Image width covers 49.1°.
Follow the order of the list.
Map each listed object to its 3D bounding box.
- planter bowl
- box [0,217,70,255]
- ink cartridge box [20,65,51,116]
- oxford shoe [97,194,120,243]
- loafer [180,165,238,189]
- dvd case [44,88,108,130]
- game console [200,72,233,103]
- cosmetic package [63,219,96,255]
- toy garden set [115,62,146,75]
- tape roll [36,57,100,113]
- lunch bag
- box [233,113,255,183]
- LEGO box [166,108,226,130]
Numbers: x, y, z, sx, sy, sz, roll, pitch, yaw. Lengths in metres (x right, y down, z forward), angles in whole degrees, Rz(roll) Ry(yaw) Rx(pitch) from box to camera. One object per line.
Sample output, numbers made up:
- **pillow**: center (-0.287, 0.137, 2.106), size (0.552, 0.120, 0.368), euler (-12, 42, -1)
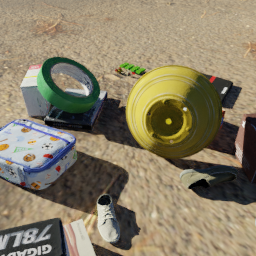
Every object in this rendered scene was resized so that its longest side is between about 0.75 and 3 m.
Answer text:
- **planter bowl**: center (1.228, -0.301, 8.117), size (2.956, 2.956, 1.231), euler (9, 16, 12)
- **box**: center (-2.207, 2.760, 4.268), size (2.858, 2.836, 0.710), euler (-9, 36, -13)
- **ink cartridge box**: center (-3.591, -1.535, 11.256), size (0.786, 1.368, 1.884), euler (-4, 37, -2)
- **oxford shoe**: center (-0.524, 2.225, 7.041), size (0.518, 0.398, 1.377), euler (-5, 39, -12)
- **loafer**: center (2.317, 1.474, 7.932), size (1.631, 0.613, 0.568), euler (-9, 42, 5)
- **dvd case**: center (-1.989, -0.834, 11.220), size (1.857, 0.306, 2.471), euler (6, 37, 8)
- **game console**: center (3.497, -1.796, 12.559), size (1.971, 0.346, 2.229), euler (22, 42, 21)
- **cosmetic package**: center (-1.722, 2.853, 5.772), size (2.033, 0.887, 1.051), euler (-16, 40, -20)
- **toy garden set**: center (0.077, -2.859, 14.014), size (1.263, 0.252, 1.053), euler (25, 42, 29)
- **tape roll**: center (-2.204, -1.652, 10.590), size (2.366, 0.569, 2.366), euler (23, 42, -22)
- **lunch bag**: center (-3.048, 0.651, 8.661), size (2.713, 1.025, 2.174), euler (18, 39, 21)
- **box**: center (4.432, 0.557, 8.316), size (1.857, 1.525, 1.540), euler (-2, 37, -2)
- **LEGO box**: center (2.225, -0.371, 10.192), size (2.014, 0.777, 1.500), euler (27, 45, 32)
